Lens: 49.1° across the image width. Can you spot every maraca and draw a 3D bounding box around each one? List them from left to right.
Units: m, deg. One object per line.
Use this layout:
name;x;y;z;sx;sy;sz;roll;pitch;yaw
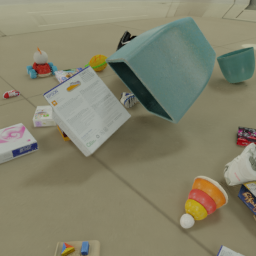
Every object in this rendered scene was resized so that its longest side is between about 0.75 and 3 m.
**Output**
maraca;-1.849;-3.793;16.385;1.679;0.898;1.151;4;40;40

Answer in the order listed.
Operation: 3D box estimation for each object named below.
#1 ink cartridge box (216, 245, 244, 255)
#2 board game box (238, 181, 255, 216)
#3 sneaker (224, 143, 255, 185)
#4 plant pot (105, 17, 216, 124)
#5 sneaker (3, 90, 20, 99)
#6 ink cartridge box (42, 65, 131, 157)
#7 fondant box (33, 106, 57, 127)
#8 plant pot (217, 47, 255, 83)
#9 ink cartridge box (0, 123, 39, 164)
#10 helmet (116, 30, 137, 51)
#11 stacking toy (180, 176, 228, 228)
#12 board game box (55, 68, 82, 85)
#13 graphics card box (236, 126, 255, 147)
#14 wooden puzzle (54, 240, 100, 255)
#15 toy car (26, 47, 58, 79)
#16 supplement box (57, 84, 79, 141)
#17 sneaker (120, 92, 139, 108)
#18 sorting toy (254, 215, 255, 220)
ink cartridge box;2.243;3.165;5.248;1.536;0.312;1.533;20;36;29
board game box;4.450;1.930;6.954;2.709;0.469;1.836;-5;31;-18
sneaker;3.349;1.090;8.222;2.211;1.098;0.861;-9;68;-54
plant pot;1.371;-2.319;10.054;2.869;2.817;2.809;-44;20;-3
sneaker;-5.467;-1.588;13.226;0.464;0.294;0.825;9;30;21
ink cartridge box;-1.245;-0.590;8.703;0.446;2.197;2.193;-31;10;49
fondant box;-3.307;-0.506;11.365;0.857;0.346;1.187;-3;30;-6
plant pot;5.663;-3.181;14.463;1.823;1.463;1.823;-17;14;4
ink cartridge box;-4.486;0.474;9.641;2.081;0.459;2.120;-22;39;-31
helmet;0.580;-3.436;13.965;2.700;2.700;2.574;-2;46;-3
stacking toy;1.745;1.952;7.002;1.341;0.979;0.979;-42;47;-23
board game box;-2.997;-2.765;15.111;1.528;0.315;1.531;-15;36;-23
graphics card box;4.263;0.317;10.079;0.623;0.253;0.993;11;32;18
wooden puzzle;-1.110;2.774;5.995;0.967;0.224;0.896;0;30;0
toy car;-4.861;-3.758;15.570;1.484;1.610;1.424;-15;34;-25
supplement box;-1.774;-0.634;10.289;1.631;1.653;1.098;-14;34;-22
sneaker;0.141;-1.428;12.700;1.383;0.559;0.799;-28;43;-36
sorting toy;3.445;2.300;6.838;0.495;0.174;1.027;-2;31;-4
